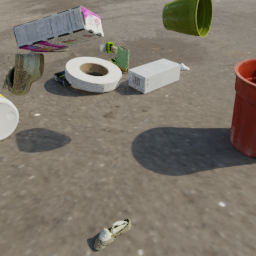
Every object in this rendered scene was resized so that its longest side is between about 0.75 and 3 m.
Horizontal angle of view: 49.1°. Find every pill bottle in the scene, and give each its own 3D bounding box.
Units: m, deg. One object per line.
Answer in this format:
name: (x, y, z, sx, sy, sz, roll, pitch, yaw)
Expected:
pill bottle: (-5.451, -0.782, 10.296, 2.916, 1.645, 1.645, 29, 44, 36)

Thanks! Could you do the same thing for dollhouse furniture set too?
dollhouse furniture set: (-0.813, -3.714, 14.913, 0.975, 1.272, 1.942, -18, 38, -26)

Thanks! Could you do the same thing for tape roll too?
tape roll: (-1.659, -2.636, 13.585, 2.758, 0.504, 2.758, 9, 37, -7)

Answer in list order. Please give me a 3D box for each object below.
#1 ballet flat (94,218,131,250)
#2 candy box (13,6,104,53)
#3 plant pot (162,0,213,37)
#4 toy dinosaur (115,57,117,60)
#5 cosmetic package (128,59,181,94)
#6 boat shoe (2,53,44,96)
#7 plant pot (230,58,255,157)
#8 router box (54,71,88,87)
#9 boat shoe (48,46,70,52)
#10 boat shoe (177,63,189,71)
ballet flat: (-0.371, 2.464, 6.677, 1.068, 0.402, 0.362, -23, 41, -30)
candy box: (-1.593, -2.276, 6.621, 1.734, 0.529, 1.182, -9, 8, 15)
plant pot: (1.685, -3.289, 8.182, 1.179, 1.224, 1.224, 13, 35, 34)
toy dinosaur: (-0.514, -3.885, 16.076, 0.483, 0.364, 0.945, 10, 26, -10)
cosmetic package: (1.292, -2.568, 13.605, 2.398, 0.855, 1.216, -25, 42, -31)
boat shoe: (-3.040, -1.523, 7.799, 0.741, 0.866, 2.364, 4, -16, -36)
plant pot: (4.583, -0.539, 9.099, 2.690, 2.617, 2.690, 0, 34, 0)
router box: (-2.842, -2.575, 14.055, 1.386, 0.362, 1.090, -24, 41, -31)
boat shoe: (-4.639, -5.219, 17.618, 1.891, 0.693, 0.704, -6, 35, -9)
boat shoe: (2.929, -3.362, 15.255, 0.890, 0.308, 0.315, 22, 40, 28)
